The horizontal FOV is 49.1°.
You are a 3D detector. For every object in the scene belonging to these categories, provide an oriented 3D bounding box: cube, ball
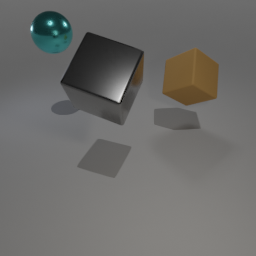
[{"bbox_3d":[2.267,-1.784,10.128,1.400,1.400,1.400,20,-20,-36],"label":"cube"},{"bbox_3d":[-2.605,-3.260,9.603,1.400,1.400,1.400,0,31,0],"label":"ball"},{"bbox_3d":[-0.521,-1.103,6.599,1.400,1.400,1.400,21,74,8],"label":"cube"}]
